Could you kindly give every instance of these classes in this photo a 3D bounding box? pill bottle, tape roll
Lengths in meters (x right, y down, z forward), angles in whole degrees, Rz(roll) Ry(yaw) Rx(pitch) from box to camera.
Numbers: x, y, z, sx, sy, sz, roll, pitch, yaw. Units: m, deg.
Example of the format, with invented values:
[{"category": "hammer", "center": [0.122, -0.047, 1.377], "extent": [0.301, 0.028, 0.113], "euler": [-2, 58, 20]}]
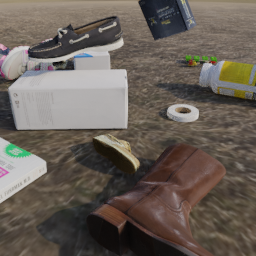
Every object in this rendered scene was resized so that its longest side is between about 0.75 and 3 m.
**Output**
[{"category": "pill bottle", "center": [3.522, -1.656, 9.479], "extent": [2.005, 1.123, 1.123], "euler": [15, 32, 25]}, {"category": "tape roll", "center": [1.623, -0.450, 8.289], "extent": [0.922, 0.168, 0.922], "euler": [1, 29, 0]}]

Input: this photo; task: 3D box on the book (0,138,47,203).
[{"category": "book", "center": [-2.912, 1.040, 5.356], "extent": [1.486, 0.534, 2.224], "euler": [20, 33, 25]}]

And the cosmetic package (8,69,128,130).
[{"category": "cosmetic package", "center": [-1.502, -0.846, 7.850], "extent": [2.994, 1.270, 1.611], "euler": [1, 28, 0]}]

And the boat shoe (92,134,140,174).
[{"category": "boat shoe", "center": [-0.209, 0.483, 6.203], "extent": [0.499, 0.557, 1.504], "euler": [-27, 38, -30]}]

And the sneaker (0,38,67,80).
[{"category": "sneaker", "center": [-3.557, -2.548, 10.994], "extent": [2.804, 1.141, 1.237], "euler": [-35, 70, -30]}]

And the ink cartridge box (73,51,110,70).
[{"category": "ink cartridge box", "center": [-1.621, -2.972, 12.131], "extent": [1.469, 0.848, 2.012], "euler": [-6, 30, -10]}]

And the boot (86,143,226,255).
[{"category": "boot", "center": [1.169, 1.259, 4.601], "extent": [2.641, 0.910, 2.834], "euler": [22, 32, 31]}]

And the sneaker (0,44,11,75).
[{"category": "sneaker", "center": [-4.886, -2.879, 11.581], "extent": [2.960, 1.214, 1.039], "euler": [-7, 30, -12]}]

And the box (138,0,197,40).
[{"category": "box", "center": [1.136, -3.474, 8.444], "extent": [0.437, 1.350, 1.712], "euler": [-37, 23, -20]}]

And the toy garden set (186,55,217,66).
[{"category": "toy garden set", "center": [3.356, -3.032, 12.870], "extent": [1.400, 0.279, 1.167], "euler": [5, 28, 8]}]

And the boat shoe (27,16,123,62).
[{"category": "boat shoe", "center": [-1.408, -2.364, 7.420], "extent": [2.613, 0.788, 0.966], "euler": [-12, 39, -7]}]
